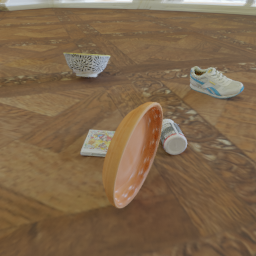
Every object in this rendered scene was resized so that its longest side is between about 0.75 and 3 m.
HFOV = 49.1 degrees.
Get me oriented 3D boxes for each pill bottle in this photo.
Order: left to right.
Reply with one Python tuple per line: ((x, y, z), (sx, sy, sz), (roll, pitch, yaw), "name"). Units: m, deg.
((1.143, 0.200, 7.460), (0.597, 0.597, 1.030), (-3, 29, -6), "pill bottle")

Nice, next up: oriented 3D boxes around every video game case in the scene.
((-0.632, 0.399, 7.549), (1.049, 0.132, 1.153), (4, 29, 3), "video game case")

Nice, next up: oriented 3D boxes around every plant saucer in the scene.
((0.097, 0.478, 5.385), (0.394, 2.103, 2.103), (20, 34, 20), "plant saucer")

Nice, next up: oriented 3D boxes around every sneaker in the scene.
((3.227, -1.724, 10.431), (2.105, 0.850, 0.805), (20, 51, 37), "sneaker")

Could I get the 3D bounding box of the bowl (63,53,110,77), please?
((-1.754, -2.671, 11.929), (1.976, 0.927, 1.976), (4, 14, -1), "bowl")
